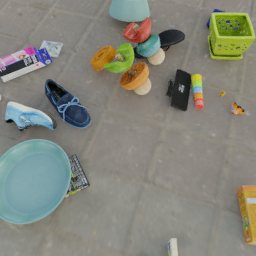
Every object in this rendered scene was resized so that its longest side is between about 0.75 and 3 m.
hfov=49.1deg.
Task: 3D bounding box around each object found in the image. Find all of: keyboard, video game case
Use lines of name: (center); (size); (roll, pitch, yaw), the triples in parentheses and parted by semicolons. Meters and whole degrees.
keyboard: (2.032, -1.586, 11.531); (1.016, 0.387, 1.953); (23, 58, -13)
video game case: (-3.526, -3.603, 12.748); (0.941, 0.104, 0.858); (9, 60, 5)

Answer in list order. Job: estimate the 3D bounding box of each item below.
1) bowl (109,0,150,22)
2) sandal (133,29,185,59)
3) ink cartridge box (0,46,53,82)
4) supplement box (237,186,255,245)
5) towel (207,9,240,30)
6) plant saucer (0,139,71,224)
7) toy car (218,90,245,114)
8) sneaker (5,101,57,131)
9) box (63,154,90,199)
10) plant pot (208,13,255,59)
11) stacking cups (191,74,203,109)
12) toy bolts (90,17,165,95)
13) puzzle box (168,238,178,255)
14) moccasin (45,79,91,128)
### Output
bowl: (0.089, -5.838, 13.019); (1.958, 1.024, 1.958); (1, 46, -1)
sandal: (1.382, -3.724, 12.653); (2.454, 0.553, 0.921); (-23, 56, 4)
ink cartridge box: (-4.496, -2.861, 12.117); (2.241, 0.416, 1.061); (-24, 63, -13)
supplement box: (3.924, 2.718, 8.799); (0.591, 0.571, 1.718); (0, 59, 0)
towel: (4.678, -5.024, 13.452); (1.592, 0.394, 1.175); (25, 70, 14)
plant saucer: (-3.158, 1.738, 9.231); (2.813, 0.506, 2.813); (-4, 62, 7)
toy car: (4.094, -0.951, 11.174); (0.397, 0.585, 1.192); (-51, 42, 21)
sneaker: (-3.669, -0.248, 10.548); (2.129, 0.835, 0.958); (16, 79, 14)
box: (-1.995, 1.631, 9.603); (0.993, 0.274, 1.239); (-25, 63, -13)
plant pot: (4.318, -3.889, 12.132); (1.602, 1.461, 1.610); (1, 60, 1)
stacking cups: (2.865, -1.464, 11.345); (0.444, 0.444, 1.466); (-1, 63, -1)
toy bolts: (0.198, -2.822, 11.738); (2.745, 1.993, 2.873); (12, 62, 54)
puzzle box: (1.297, 3.867, 7.968); (0.162, 0.848, 1.275); (0, 60, 0)
moccasin: (-2.456, -0.929, 10.751); (2.513, 0.857, 1.011); (37, 66, 19)
